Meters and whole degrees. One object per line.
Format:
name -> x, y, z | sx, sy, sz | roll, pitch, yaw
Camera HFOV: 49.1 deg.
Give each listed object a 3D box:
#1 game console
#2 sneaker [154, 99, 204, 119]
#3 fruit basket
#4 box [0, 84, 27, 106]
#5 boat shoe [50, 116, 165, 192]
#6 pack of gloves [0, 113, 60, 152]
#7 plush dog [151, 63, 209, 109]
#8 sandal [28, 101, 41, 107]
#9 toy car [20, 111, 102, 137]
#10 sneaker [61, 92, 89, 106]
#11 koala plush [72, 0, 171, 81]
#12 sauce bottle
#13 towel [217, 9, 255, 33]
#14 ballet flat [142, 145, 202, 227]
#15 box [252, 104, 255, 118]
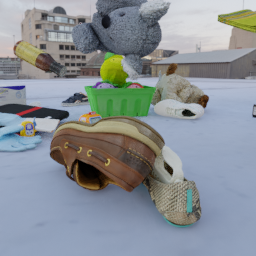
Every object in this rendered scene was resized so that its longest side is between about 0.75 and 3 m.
game console -> -3.460, -0.218, 8.619 | 2.419, 0.425, 2.735 | 9, 19, 13
sneaker -> 1.800, -0.670, 10.310 | 1.873, 0.659, 0.751 | 6, 17, 24
fruit basket -> -0.372, -1.750, 10.890 | 2.710, 2.710, 1.955 | -4, 13, -18
box -> -5.872, -1.309, 12.126 | 2.107, 1.106, 1.938 | 5, 13, 24
boat shoe -> -0.612, 0.454, 4.266 | 0.940, 0.882, 2.612 | 38, -26, -28
pack of gloves -> -3.118, -0.103, 7.009 | 2.343, 0.462, 1.969 | 6, 25, 0
plush dog -> 2.352, -1.502, 12.140 | 2.134, 1.993, 2.484 | 21, 4, -22
sandal -> -3.598, -0.583, 10.626 | 0.653, 0.394, 1.605 | -16, 28, -7
toy car -> -1.551, -0.014, 7.082 | 2.184, 0.727, 1.071 | -6, 13, -28
sneaker -> -2.579, -1.451, 13.939 | 1.660, 0.659, 0.651 | -12, 18, -38
koala plush -> 0.090, -2.881, 8.129 | 2.632, 2.540, 2.864 | 14, 23, -28
sauce bottle -> -2.644, -2.066, 8.479 | 1.737, 0.573, 0.573 | 30, 19, 10
towel -> 2.666, -2.347, 6.015 | 0.838, 0.176, 1.947 | -14, 28, 2
ballet flat -> 0.467, 0.604, 4.082 | 0.698, 0.774, 2.057 | -1, 12, -15
box -> 5.840, -0.544, 10.002 | 1.618, 0.511, 2.052 | -6, 13, -25
